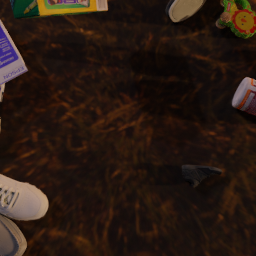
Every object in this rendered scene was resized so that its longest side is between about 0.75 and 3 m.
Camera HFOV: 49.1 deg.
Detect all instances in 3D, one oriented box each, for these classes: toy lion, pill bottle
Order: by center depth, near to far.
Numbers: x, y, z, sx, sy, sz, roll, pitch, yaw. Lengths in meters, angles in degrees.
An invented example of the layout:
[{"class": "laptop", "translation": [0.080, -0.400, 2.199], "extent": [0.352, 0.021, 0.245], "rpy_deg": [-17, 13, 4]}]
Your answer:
[{"class": "pill bottle", "translation": [3.621, -0.675, 7.338], "extent": [1.500, 0.856, 0.856], "rpy_deg": [23, 75, 7]}, {"class": "toy lion", "translation": [3.341, -3.339, 8.379], "extent": [1.229, 0.440, 1.282], "rpy_deg": [15, 74, -3]}]

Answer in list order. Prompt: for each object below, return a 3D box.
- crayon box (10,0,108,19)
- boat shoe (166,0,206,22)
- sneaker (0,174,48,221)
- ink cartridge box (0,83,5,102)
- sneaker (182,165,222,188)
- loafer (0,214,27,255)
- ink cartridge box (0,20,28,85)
[{"class": "crayon box", "translation": [-1.429, -3.196, 5.978], "extent": [0.712, 2.445, 1.452], "rpy_deg": [5, 114, 29]}, {"class": "boat shoe", "translation": [1.961, -4.257, 8.481], "extent": [0.882, 0.937, 2.608], "rpy_deg": [33, 80, 39]}, {"class": "sneaker", "translation": [-3.108, 1.530, 6.638], "extent": [2.467, 0.993, 0.943], "rpy_deg": [20, 72, 4]}, {"class": "ink cartridge box", "translation": [-3.870, -1.109, 7.814], "extent": [0.790, 0.171, 0.782], "rpy_deg": [1, 73, 1]}, {"class": "sneaker", "translation": [1.856, 1.230, 7.047], "extent": [0.990, 0.378, 0.567], "rpy_deg": [1, 76, 3]}, {"class": "loafer", "translation": [-3.531, 2.218, 6.475], "extent": [2.566, 0.895, 0.897], "rpy_deg": [28, 76, 8]}, {"class": "ink cartridge box", "translation": [-4.191, -1.698, 7.648], "extent": [2.439, 0.534, 2.462], "rpy_deg": [-30, 66, -9]}]
